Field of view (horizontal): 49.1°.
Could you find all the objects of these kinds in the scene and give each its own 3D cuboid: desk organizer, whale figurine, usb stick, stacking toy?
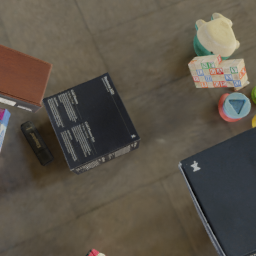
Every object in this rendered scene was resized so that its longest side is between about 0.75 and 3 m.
[{"bbox_3d":[-3.191,-1.302,6.172,2.754,0.988,1.060,18,78,-24],"label":"desk organizer"},{"bbox_3d":[2.873,-2.978,9.308,1.628,1.062,2.047,27,53,-5],"label":"whale figurine"},{"bbox_3d":[-2.803,0.466,8.621,0.428,0.252,1.545,-33,77,-8],"label":"usb stick"},{"bbox_3d":[3.935,-0.855,8.700,1.907,0.805,1.726,19,76,5],"label":"stacking toy"}]

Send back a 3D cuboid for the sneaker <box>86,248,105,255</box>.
[{"bbox_3d":[-1.201,4.517,7.096,0.977,1.055,2.618,28,76,5],"label":"sneaker"}]

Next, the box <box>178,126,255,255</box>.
[{"bbox_3d":[2.797,1.253,5.402,2.921,2.871,1.810,-26,56,5],"label":"box"}]

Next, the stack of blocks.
[{"bbox_3d":[2.288,-1.460,7.188,0.382,1.305,0.752,-46,123,-30],"label":"stack of blocks"}]

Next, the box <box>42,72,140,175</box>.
[{"bbox_3d":[-1.041,-0.101,8.285,2.076,1.187,2.280,-23,76,-6],"label":"box"}]

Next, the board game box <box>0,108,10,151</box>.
[{"bbox_3d":[-5.303,0.575,8.269,2.831,0.614,2.817,9,76,-4],"label":"board game box"}]
